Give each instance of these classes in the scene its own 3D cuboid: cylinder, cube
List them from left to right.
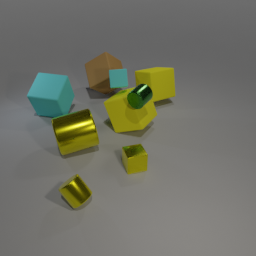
[{"bbox_3d":[-3.380,-1.432,12.489,1.400,1.400,1.400,8,58,9],"label":"cube"},{"bbox_3d":[-1.492,1.792,7.970,0.700,0.700,0.700,-36,8,6],"label":"cylinder"},{"bbox_3d":[-1.900,0.137,10.150,1.400,1.400,1.400,-17,34,-11],"label":"cylinder"},{"bbox_3d":[-1.123,-2.735,14.183,1.400,1.400,1.400,-23,-19,27],"label":"cube"},{"bbox_3d":[-0.394,-2.000,11.384,0.700,0.700,0.700,-5,7,-3],"label":"cube"},{"bbox_3d":[0.130,-0.783,11.463,1.400,1.400,1.400,-8,22,36],"label":"cube"},{"bbox_3d":[0.225,1.044,9.492,0.700,0.700,0.700,-9,32,-15],"label":"cube"},{"bbox_3d":[0.432,-1.138,10.072,0.700,0.700,0.700,19,43,29],"label":"cylinder"},{"bbox_3d":[1.327,-2.173,13.755,1.400,1.400,1.400,-16,20,-27],"label":"cube"}]
